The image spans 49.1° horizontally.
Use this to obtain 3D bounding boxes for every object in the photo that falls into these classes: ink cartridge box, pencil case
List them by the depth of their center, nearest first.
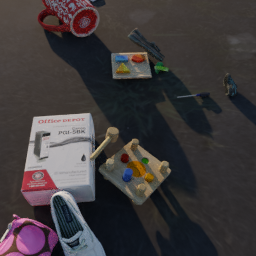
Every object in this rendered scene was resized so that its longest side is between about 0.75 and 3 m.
[{"bbox_3d":[-2.799,3.415,6.317,1.272,1.232,2.715,44,49,-21],"label":"pencil case"},{"bbox_3d":[-1.965,0.864,8.391,1.876,1.059,2.555,-5,53,-2],"label":"ink cartridge box"}]

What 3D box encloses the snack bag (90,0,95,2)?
[{"bbox_3d":[-1.955,-7.476,15.544,1.222,0.139,1.296,31,58,22],"label":"snack bag"}]

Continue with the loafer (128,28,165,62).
[{"bbox_3d":[0.857,-3.540,11.804,1.850,0.665,0.582,38,93,7],"label":"loafer"}]

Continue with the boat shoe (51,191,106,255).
[{"bbox_3d":[-1.292,2.673,6.717,0.891,0.809,2.422,-32,78,-6],"label":"boat shoe"}]

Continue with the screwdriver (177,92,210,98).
[{"bbox_3d":[2.486,-1.221,10.591,1.283,0.179,0.187,-8,22,-10],"label":"screwdriver"}]

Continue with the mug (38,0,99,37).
[{"bbox_3d":[-2.800,-5.446,13.269,1.840,2.448,2.758,-2,45,-50],"label":"mug"}]

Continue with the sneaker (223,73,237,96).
[{"bbox_3d":[3.977,-1.658,10.872,0.424,0.403,1.070,9,60,-5],"label":"sneaker"}]

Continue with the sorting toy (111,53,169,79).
[{"bbox_3d":[0.482,-2.671,11.615,2.289,0.337,1.692,-3,51,-4],"label":"sorting toy"}]

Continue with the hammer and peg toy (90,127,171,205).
[{"bbox_3d":[-0.058,1.071,8.191,2.235,0.788,1.644,36,48,19],"label":"hammer and peg toy"}]
